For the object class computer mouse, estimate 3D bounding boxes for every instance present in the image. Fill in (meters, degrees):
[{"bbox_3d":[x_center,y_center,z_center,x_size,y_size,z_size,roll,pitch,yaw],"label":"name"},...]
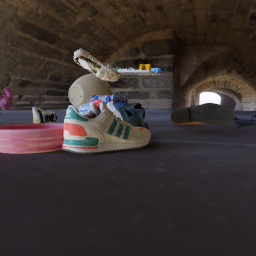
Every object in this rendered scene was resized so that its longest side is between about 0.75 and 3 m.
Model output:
[{"bbox_3d":[5.184,-0.273,11.533,1.630,0.534,2.322,3,14,30],"label":"computer mouse"}]

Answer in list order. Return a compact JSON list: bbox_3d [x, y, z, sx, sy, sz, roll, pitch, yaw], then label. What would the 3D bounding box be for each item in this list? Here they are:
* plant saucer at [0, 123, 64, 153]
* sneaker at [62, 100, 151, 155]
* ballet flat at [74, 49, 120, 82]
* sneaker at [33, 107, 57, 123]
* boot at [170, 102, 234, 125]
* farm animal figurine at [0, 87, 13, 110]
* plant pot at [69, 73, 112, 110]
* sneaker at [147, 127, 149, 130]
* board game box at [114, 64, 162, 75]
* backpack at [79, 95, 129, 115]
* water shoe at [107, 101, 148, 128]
[{"bbox_3d":[-2.005,0.185,5.816,1.895,0.480,1.895,-1,4,0],"label":"plant saucer"},{"bbox_3d":[-0.327,-0.067,5.648,2.139,1.000,0.753,-5,6,-40],"label":"sneaker"},{"bbox_3d":[-1.116,-2.048,9.633,1.757,0.665,0.562,29,37,-8],"label":"ballet flat"},{"bbox_3d":[-3.489,-0.484,11.848,0.959,0.827,2.188,-1,5,-13],"label":"sneaker"},{"bbox_3d":[3.284,-0.558,12.605,2.723,1.002,1.027,-1,-6,9],"label":"boot"},{"bbox_3d":[-3.935,-0.140,6.597,2.432,1.223,1.964,7,26,30],"label":"farm animal figurine"},{"bbox_3d":[-1.927,-1.549,12.924,1.987,1.987,1.334,3,7,35],"label":"plant pot"},{"bbox_3d":[0.485,0.027,8.390,0.412,0.380,1.030,1,5,-14],"label":"sneaker"},{"bbox_3d":[0.009,-2.877,13.845,2.921,0.378,2.920,5,9,16],"label":"board game box"},{"bbox_3d":[-1.070,-0.649,11.128,1.919,1.291,1.752,1,5,29],"label":"backpack"},{"bbox_3d":[-0.015,-0.287,8.248,1.054,0.955,2.672,-13,16,-2],"label":"water shoe"}]
